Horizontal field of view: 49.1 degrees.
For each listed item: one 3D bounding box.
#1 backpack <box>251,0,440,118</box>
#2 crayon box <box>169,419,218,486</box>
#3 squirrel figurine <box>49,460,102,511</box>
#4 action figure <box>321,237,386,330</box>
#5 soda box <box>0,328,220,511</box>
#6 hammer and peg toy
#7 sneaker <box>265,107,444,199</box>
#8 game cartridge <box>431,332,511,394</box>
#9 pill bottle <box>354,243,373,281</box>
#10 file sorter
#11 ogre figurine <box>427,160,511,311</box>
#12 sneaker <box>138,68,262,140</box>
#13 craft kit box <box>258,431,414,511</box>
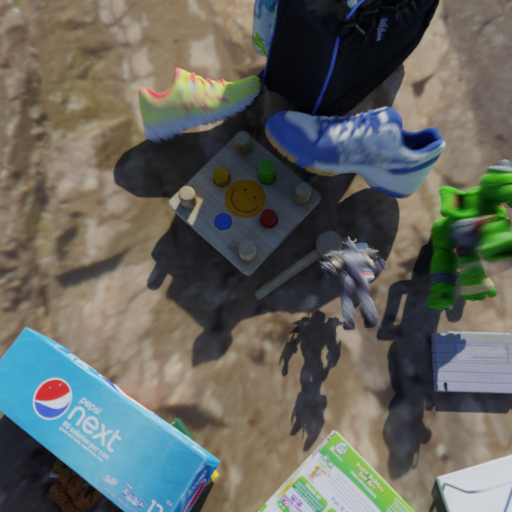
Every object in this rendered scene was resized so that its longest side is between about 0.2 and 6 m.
[{"bbox_3d":[1.659,-4.515,10.055,3.405,3.116,2.502,-40,77,-17],"label":"backpack"},{"bbox_3d":[-1.509,3.580,9.242,1.341,0.391,1.157,-37,74,-7],"label":"crayon box"},{"bbox_3d":[-3.002,3.719,9.063,0.840,0.637,0.900,39,96,-11],"label":"squirrel figurine"},{"bbox_3d":[1.660,0.398,9.332,1.057,0.563,1.624,-9,63,13],"label":"action figure"},{"bbox_3d":[-2.453,2.690,8.809,3.687,1.183,1.251,30,75,17],"label":"soda box"},{"bbox_3d":[0.081,-0.681,10.091,2.885,1.017,2.122,42,79,10],"label":"hammer and peg toy"},{"bbox_3d":[1.734,-2.082,9.597,3.163,1.394,1.190,11,47,-23],"label":"sneaker"},{"bbox_3d":[3.915,1.869,9.810,1.627,0.312,1.055,2,71,1],"label":"game cartridge"},{"bbox_3d":[1.904,0.119,10.186,0.397,0.397,0.664,-4,78,-1],"label":"pill bottle"},{"bbox_3d":[4.060,4.412,8.550,1.558,1.398,2.245,-15,76,-4],"label":"file sorter"},{"bbox_3d":[3.731,-0.416,9.302,1.354,2.759,1.654,2,53,-2],"label":"ogre figurine"},{"bbox_3d":[-1.091,-3.012,10.435,2.435,0.951,1.099,-18,111,1],"label":"sneaker"},{"bbox_3d":[1.315,4.356,9.047,2.098,0.515,2.124,-43,79,-8],"label":"craft kit box"}]
